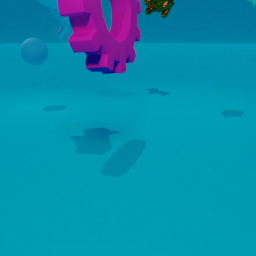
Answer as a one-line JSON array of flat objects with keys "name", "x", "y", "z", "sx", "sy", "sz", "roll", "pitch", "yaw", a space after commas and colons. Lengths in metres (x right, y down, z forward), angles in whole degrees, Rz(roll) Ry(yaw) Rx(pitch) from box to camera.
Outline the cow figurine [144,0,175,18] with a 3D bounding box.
[{"name": "cow figurine", "x": 0.996, "y": -4.345, "z": 9.354, "sx": 1.314, "sy": 0.721, "sz": 1.293, "roll": 21, "pitch": 65, "yaw": 19}]

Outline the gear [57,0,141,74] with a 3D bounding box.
[{"name": "gear", "x": -0.271, "y": -1.555, "z": 3.600, "sx": 0.308, "sy": 1.664, "sz": 1.664, "roll": 3, "pitch": 18, "yaw": 23}]

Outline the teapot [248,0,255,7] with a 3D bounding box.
[{"name": "teapot", "x": 2.961, "y": -3.020, "z": 6.112, "sx": 1.220, "sy": 0.598, "sz": 0.759, "roll": -37, "pitch": -6, "yaw": -21}]

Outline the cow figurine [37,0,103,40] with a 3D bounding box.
[{"name": "cow figurine", "x": -0.992, "y": -2.023, "z": 4.240, "sx": 0.931, "sy": 1.669, "sz": 1.696, "roll": -33, "pitch": 36, "yaw": 2}]

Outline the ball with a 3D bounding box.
[{"name": "ball", "x": -2.634, "y": -2.153, "z": 7.903, "sx": 0.752, "sy": 0.752, "sz": 0.752, "roll": 0, "pitch": 18, "yaw": 0}]
